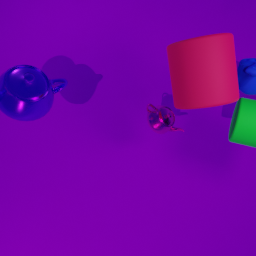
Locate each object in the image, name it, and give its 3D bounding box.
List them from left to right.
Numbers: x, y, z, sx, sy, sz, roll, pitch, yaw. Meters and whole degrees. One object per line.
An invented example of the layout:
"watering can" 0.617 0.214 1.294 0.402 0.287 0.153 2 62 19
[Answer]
"teapot" -2.204 -0.788 5.869 1.984 0.971 1.233 -15 72 -33
"teapot" 0.798 -0.192 6.267 1.061 0.520 0.660 39 56 -20
"cylinder" 1.329 -0.991 5.002 1.141 1.141 1.141 -10 99 -2
"monkey head" 2.291 -0.903 5.178 1.091 0.785 0.657 25 123 22
"cylinder" 2.565 -0.071 5.537 0.910 0.910 0.910 13 81 14
